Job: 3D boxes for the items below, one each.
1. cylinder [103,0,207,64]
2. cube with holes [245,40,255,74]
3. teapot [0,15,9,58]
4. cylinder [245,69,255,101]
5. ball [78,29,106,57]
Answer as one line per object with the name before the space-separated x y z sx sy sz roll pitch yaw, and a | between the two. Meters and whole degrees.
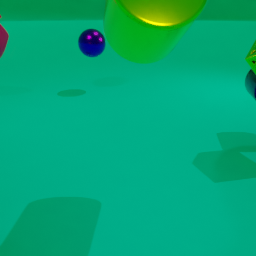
cylinder | 0.311 -1.727 4.004 1.263 1.263 1.263 -4 -6 -9
cube with holes | 3.369 -1.589 6.053 0.965 0.965 0.965 -55 22 -23
teapot | -2.643 -1.766 5.077 1.086 0.855 1.747 39 -10 -4
cylinder | 3.724 -1.129 7.358 1.023 1.023 1.023 3 25 7
ball | -1.495 -3.513 11.604 1.146 1.146 1.146 0 23 0
